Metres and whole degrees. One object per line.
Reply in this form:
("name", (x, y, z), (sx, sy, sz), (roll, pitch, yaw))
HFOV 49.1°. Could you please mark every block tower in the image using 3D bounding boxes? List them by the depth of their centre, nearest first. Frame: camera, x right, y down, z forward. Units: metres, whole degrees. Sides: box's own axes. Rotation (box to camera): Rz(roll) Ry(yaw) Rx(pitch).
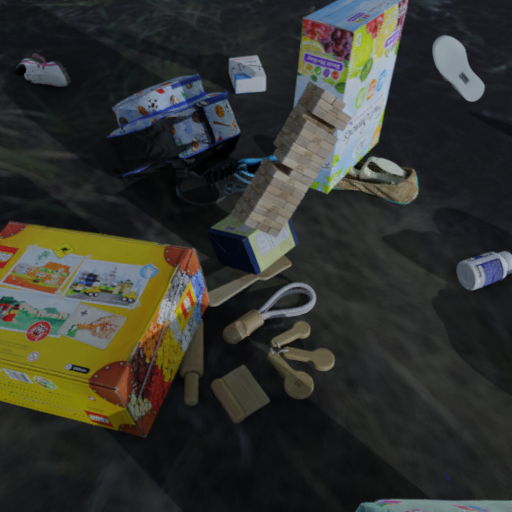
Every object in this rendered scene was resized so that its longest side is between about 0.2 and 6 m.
("block tower", (0.462, -1.214, 7.478), (0.560, 2.072, 0.599), (23, 19, -28))

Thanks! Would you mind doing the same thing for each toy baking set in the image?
("toy baking set", (-0.076, 1.353, 9.870), (2.596, 0.394, 3.382), (-4, 47, -7))

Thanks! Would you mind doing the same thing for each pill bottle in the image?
("pill bottle", (4.404, 0.253, 10.685), (0.973, 0.583, 0.583), (-16, 50, -13))

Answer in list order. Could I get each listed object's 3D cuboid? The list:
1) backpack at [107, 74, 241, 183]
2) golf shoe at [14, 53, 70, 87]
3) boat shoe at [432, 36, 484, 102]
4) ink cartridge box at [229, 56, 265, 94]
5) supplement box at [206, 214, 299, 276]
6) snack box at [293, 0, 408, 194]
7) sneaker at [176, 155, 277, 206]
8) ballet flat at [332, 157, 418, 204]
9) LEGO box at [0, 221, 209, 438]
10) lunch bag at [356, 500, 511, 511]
("backpack", (-1.729, -2.812, 12.311), (2.656, 2.046, 2.530), (5, 22, 44))
("golf shoe", (-5.844, -4.952, 15.372), (1.896, 0.688, 0.873), (26, 57, 33))
("boat shoe", (3.771, -3.588, 10.711), (0.562, 1.591, 0.506), (-41, 37, 14))
("ink cartridge box", (-0.261, -5.030, 15.524), (0.846, 0.489, 1.159), (-9, 49, -8))
("supplement box", (-0.065, -0.370, 10.824), (1.193, 0.801, 1.194), (-37, 32, -29))
("snack box", (1.612, -2.977, 10.048), (0.988, 2.919, 2.462), (25, 45, 21))
("sneaker", (-0.585, -1.747, 12.141), (2.357, 0.966, 0.863), (-12, 68, -8))
("ballet flat", (2.281, -1.886, 12.422), (2.680, 0.875, 0.945), (12, 48, 11))
("LEGO box", (-3.038, 1.024, 9.151), (3.683, 1.421, 2.743), (9, 48, 17))
("lunch bag", (2.269, 3.580, 6.024), (2.586, 3.035, 1.851), (4, 48, 2))
